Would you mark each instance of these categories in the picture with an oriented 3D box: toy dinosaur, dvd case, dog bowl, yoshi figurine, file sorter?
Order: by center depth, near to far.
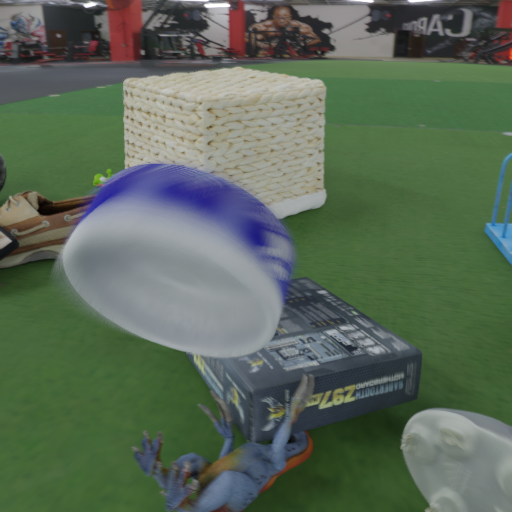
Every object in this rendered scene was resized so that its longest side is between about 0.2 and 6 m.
[{"bbox_3d":[-0.532,0.089,4.034,1.546,1.546,0.609,8,54,17],"label":"dog bowl"},{"bbox_3d":[-0.180,1.799,4.712,0.982,1.869,1.696,5,-14,47],"label":"toy dinosaur"},{"bbox_3d":[-4.663,-0.209,8.342,2.026,0.178,1.446,32,63,30],"label":"dvd case"},{"bbox_3d":[4.963,-0.595,8.757,1.778,1.572,2.563,1,24,5],"label":"file sorter"},{"bbox_3d":[-3.440,-1.801,13.006,0.724,0.407,0.405,-14,11,-23],"label":"yoshi figurine"}]

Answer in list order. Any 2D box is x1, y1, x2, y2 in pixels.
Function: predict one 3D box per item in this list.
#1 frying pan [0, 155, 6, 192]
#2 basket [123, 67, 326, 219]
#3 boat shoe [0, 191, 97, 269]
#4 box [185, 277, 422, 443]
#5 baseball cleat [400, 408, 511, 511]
[{"bbox_3d":[-6.077,-1.235,11.459,2.420,0.394,1.464,-35,60,4],"label":"frying pan"},{"bbox_3d":[-0.704,-2.238,11.285,3.210,2.582,3.181,-20,32,-34],"label":"basket"},{"bbox_3d":[-3.690,-0.531,9.145,3.113,1.117,1.179,-6,24,-13],"label":"boat shoe"},{"bbox_3d":[0.305,0.958,6.114,1.863,0.603,2.363,-7,19,-24],"label":"box"},{"bbox_3d":[2.529,1.960,4.028,1.547,1.014,2.907,-2,22,-44],"label":"baseball cleat"}]
